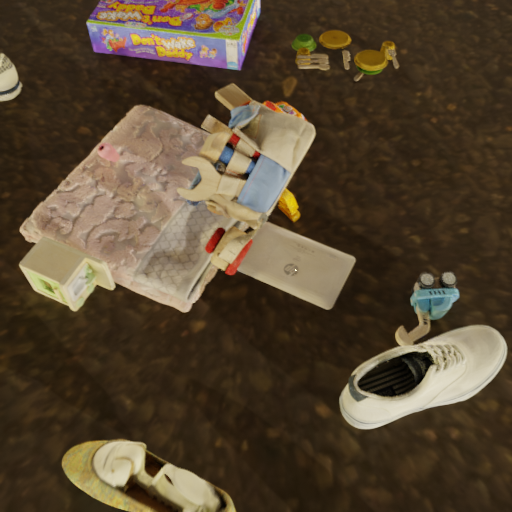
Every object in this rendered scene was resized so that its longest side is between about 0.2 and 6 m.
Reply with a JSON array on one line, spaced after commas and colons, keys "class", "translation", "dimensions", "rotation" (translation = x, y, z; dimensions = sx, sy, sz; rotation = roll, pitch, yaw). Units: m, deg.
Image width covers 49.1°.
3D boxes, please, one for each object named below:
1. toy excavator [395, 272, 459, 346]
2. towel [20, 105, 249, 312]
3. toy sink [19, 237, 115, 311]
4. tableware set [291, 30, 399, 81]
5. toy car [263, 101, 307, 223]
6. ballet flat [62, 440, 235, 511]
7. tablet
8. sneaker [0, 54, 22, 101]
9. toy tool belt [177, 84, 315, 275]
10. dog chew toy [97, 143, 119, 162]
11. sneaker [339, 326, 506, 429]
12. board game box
[{"class": "toy excavator", "translation": [2.904, 0.928, 9.520], "dimensions": [1.153, 0.593, 1.186], "rotation": [-3, 64, -1]}, {"class": "towel", "translation": [-1.906, -1.151, 10.881], "dimensions": [3.724, 0.629, 3.899], "rotation": [23, 58, 16]}, {"class": "toy sink", "translation": [-3.251, 0.379, 9.676], "dimensions": [1.311, 0.854, 0.734], "rotation": [21, 58, 13]}, {"class": "tableware set", "translation": [2.151, -4.924, 13.700], "dimensions": [2.528, 0.388, 1.703], "rotation": [-1, 52, 1]}, {"class": "toy car", "translation": [0.645, -2.154, 11.251], "dimensions": [1.375, 0.933, 2.802], "rotation": [-24, 56, 0]}, {"class": "ballet flat", "translation": [-1.428, 3.018, 7.511], "dimensions": [2.632, 0.930, 0.930], "rotation": [23, 58, 15]}, {"class": "tablet", "translation": [0.726, 0.136, 10.287], "dimensions": [1.917, 0.131, 1.247], "rotation": [23, 58, 16]}, {"class": "sneaker", "translation": [-6.627, -4.029, 12.699], "dimensions": [2.340, 0.942, 0.894], "rotation": [-12, 58, -6]}, {"class": "toy tool belt", "translation": [-0.462, -1.390, 9.518], "dimensions": [1.886, 1.916, 3.069], "rotation": [30, 72, -2]}, {"class": "dog chew toy", "translation": [-2.805, -1.960, 10.722], "dimensions": [0.298, 0.478, 0.298], "rotation": [-10, 67, 24]}, {"class": "sneaker", "translation": [2.682, 1.773, 8.580], "dimensions": [2.946, 1.043, 1.076], "rotation": [-23, 58, -15]}, {"class": "board game box", "translation": [-1.968, -6.012, 14.125], "dimensions": [3.750, 0.840, 2.521], "rotation": [9, 56, 6]}]
